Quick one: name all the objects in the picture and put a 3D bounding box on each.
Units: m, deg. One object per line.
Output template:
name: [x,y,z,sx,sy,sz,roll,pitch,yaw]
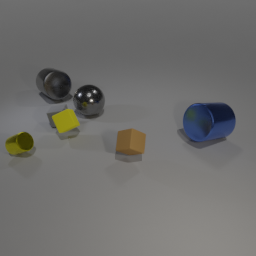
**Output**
cube: [-2.898,-0.515,11.767,0.700,0.700,0.700,-8,28,8]
cube: [0.099,0.479,9.404,0.700,0.700,0.700,-12,-25,43]
cube: [-2.375,-0.269,10.766,0.700,0.700,0.700,-25,0,5]
cylinder: [-3.802,0.545,9.825,0.700,0.700,0.700,-17,19,33]
cylinder: [-3.701,-2.219,13.919,1.400,1.400,1.400,-18,25,-28]
ball: [-1.718,-1.223,12.421,1.400,1.400,1.400,0,30,0]
cylinder: [3.028,-0.247,10.476,1.400,1.400,1.400,-6,28,-37]
